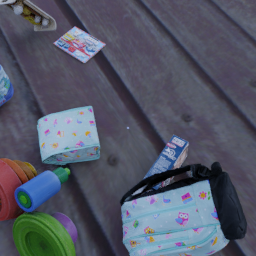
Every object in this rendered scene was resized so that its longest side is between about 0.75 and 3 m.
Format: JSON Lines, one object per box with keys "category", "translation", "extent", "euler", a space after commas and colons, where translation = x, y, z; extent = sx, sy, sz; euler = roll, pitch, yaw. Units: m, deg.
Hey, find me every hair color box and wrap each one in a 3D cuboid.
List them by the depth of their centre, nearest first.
{"category": "hair color box", "translation": [0.857, 0.884, 6.282], "extent": [0.405, 0.669, 1.339], "euler": [27, 64, 23]}

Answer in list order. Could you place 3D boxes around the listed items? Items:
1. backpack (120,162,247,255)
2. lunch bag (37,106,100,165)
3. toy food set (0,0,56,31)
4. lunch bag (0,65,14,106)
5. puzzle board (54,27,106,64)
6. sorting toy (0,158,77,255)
{"category": "backpack", "translation": [0.934, 1.681, 5.180], "extent": [2.243, 1.872, 1.420], "euler": [-19, 52, 17]}
{"category": "lunch bag", "translation": [-1.407, 0.211, 6.585], "extent": [1.364, 0.832, 1.162], "euler": [-10, 63, -10]}
{"category": "toy food set", "translation": [-2.909, -3.180, 7.976], "extent": [1.036, 1.443, 0.436], "euler": [11, 83, 36]}
{"category": "lunch bag", "translation": [-4.340, -0.844, 6.938], "extent": [2.017, 1.035, 2.510], "euler": [27, 63, 23]}
{"category": "puzzle board", "translation": [-1.474, -2.565, 8.515], "extent": [1.285, 0.112, 0.968], "euler": [34, 67, 17]}
{"category": "sorting toy", "translation": [-1.819, 1.514, 5.657], "extent": [2.851, 1.713, 1.170], "euler": [42, 33, 11]}
